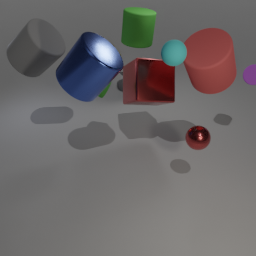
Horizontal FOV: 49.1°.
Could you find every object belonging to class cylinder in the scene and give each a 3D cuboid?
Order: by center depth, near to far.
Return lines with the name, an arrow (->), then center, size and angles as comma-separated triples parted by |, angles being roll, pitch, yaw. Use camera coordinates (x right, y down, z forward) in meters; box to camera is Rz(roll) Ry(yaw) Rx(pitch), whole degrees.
cylinder -> -1.079, -1.691, 7.870 | 1.400, 1.400, 1.400 | 31, 36, -26
cylinder -> 2.402, -1.933, 8.243 | 1.400, 1.400, 1.400 | -11, 62, 21
cylinder -> -3.048, -2.627, 9.309 | 1.400, 1.400, 1.400 | -29, 16, 34
cylinder -> -1.021, -1.476, 9.447 | 0.700, 0.700, 0.700 | 28, 28, -16
cylinder -> 4.431, -1.867, 9.871 | 0.700, 0.700, 0.700 | 14, 14, 21
cylinder -> 0.448, -4.369, 12.174 | 1.400, 1.400, 1.400 | 4, 34, -3

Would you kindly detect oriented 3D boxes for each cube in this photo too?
cube -> 0.691, -1.540, 9.705 | 1.400, 1.400, 1.400 | 0, 0, -19

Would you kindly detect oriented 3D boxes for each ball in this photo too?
ball -> 1.252, -2.052, 7.659 | 0.700, 0.700, 0.700 | 0, 32, 0
ball -> 1.976, 0.277, 7.913 | 0.700, 0.700, 0.700 | 0, 32, 0
